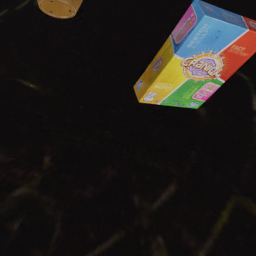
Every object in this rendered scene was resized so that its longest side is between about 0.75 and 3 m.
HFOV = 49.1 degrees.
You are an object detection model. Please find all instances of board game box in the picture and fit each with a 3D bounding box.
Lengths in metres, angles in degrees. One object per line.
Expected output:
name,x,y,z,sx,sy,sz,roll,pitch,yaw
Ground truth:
board game box,1.293,-1.211,5.298,1.605,2.098,0.423,3,55,-29

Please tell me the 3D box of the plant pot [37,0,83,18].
plant pot,-1.640,-3.786,6.842,1.768,1.768,1.898,5,84,3
